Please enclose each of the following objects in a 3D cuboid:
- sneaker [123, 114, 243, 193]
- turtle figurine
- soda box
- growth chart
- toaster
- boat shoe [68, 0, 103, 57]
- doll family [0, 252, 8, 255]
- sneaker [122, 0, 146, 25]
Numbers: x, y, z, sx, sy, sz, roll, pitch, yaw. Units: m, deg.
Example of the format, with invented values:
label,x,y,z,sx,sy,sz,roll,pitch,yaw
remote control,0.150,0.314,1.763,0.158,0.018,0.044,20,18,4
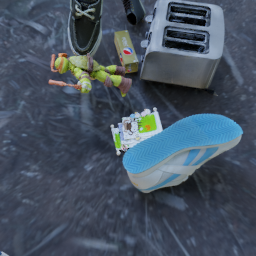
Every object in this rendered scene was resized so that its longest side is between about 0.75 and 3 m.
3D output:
label,x,y,z,sx,sy,sz,roll,pitch,yaw
sneaker,1.321,0.587,6.633,2.836,1.146,1.085,-21,43,-2
turtle figurine,-1.075,-1.583,7.571,2.143,0.856,2.658,9,21,-27
soda box,-0.064,-2.369,8.647,0.430,0.455,1.344,-12,64,-10
growth chart,0.236,0.042,7.542,1.438,0.128,1.041,-20,64,-1
toaster,1.600,-2.341,8.049,2.405,1.427,2.175,10,63,4
boat shoe,-1.211,-3.425,7.933,1.012,0.911,2.863,7,101,-1
doll family,-2.330,3.486,5.127,2.741,1.235,1.701,26,59,17
sneaker,0.033,-4.057,9.020,1.415,0.529,0.752,51,43,-21
